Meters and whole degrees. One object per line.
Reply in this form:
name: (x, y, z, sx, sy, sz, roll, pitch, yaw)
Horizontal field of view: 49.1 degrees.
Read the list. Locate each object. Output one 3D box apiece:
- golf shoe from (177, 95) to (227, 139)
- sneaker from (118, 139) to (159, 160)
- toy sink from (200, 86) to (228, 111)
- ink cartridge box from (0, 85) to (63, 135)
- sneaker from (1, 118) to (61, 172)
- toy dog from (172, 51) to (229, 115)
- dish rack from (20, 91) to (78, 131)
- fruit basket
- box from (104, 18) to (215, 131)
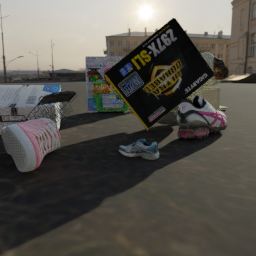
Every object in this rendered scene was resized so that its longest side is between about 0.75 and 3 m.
golf shoe: (2.507, -0.443, 9.056, 1.010, 1.281, 2.783, 1, 7, 37)
sneaker: (0.262, 0.459, 6.742, 1.038, 0.448, 0.403, 5, 13, 23)
toy sink: (3.996, -1.556, 14.667, 2.127, 1.191, 1.386, -4, 12, -19)
ink cartridge box: (-3.624, -0.667, 9.547, 2.544, 1.072, 1.857, -1, 31, -6)
sneaker: (-2.076, 0.256, 6.454, 1.307, 0.941, 2.501, -13, 12, -29)
toy dog: (2.572, -1.837, 10.906, 2.640, 2.559, 1.842, -36, 6, 1)
dish rack: (-2.225, -0.359, 7.965, 1.850, 0.505, 1.419, -41, -10, 30)
fruit basket: (-0.797, -2.123, 13.667, 2.527, 2.728, 1.279, 0, 11, -6)
box: (1.022, -1.757, 9.323, 2.949, 2.354, 0.728, -39, 8, -1)
